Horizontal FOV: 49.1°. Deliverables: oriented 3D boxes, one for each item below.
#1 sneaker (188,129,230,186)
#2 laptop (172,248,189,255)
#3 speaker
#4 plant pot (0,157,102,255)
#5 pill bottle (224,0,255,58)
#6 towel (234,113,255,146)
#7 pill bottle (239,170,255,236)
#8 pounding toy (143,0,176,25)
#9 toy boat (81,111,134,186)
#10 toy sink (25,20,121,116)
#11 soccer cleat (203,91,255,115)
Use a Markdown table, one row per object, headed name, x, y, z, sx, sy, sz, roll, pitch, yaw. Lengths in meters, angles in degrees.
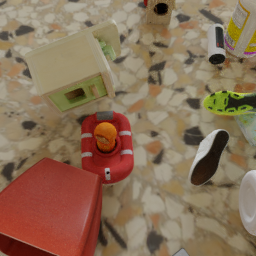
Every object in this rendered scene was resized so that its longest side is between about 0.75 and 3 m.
| name | x | y | z | sx | sy | sz | roll | pitch | yaw |
| --- | --- | --- | --- | --- | --- | --- | --- | --- | --- |
| sneaker | 2.305 | 0.871 | 8.216 | 0.659 | 0.766 | 1.809 | 34 | 85 | -7 |
| laptop | 1.242 | 3.969 | 6.179 | 1.785 | 1.105 | 1.907 | -32 | 66 | -16 |
| speaker | 3.235 | -3.062 | 10.262 | 0.611 | 0.611 | 1.505 | 6 | 62 | 3 |
| plant pot | -1.698 | 2.103 | 6.679 | 2.309 | 2.311 | 2.037 | 18 | 51 | 9 |
| pill bottle | 4.315 | -3.829 | 9.398 | 1.474 | 2.828 | 1.474 | 0 | 62 | 0 |
| towel | 4.149 | -0.213 | 8.830 | 1.293 | 0.364 | 1.511 | -13 | 60 | -10 |
| pill bottle | 4.468 | 1.959 | 6.956 | 2.941 | 1.629 | 1.629 | 4 | 62 | 3 |
| pounding toy | 1.144 | -5.030 | 10.292 | 1.095 | 2.393 | 2.102 | 1 | 62 | 1 |
| toy boat | -0.610 | 0.396 | 7.862 | 1.516 | 1.518 | 2.323 | -5 | 62 | -2 |
| toy sink | -1.307 | -1.691 | 8.533 | 2.785 | 1.815 | 1.560 | -22 | 74 | -4 |
| soccer cleat | 3.589 | -0.690 | 8.539 | 2.473 | 1.034 | 0.800 | -2 | 73 | 24 |
